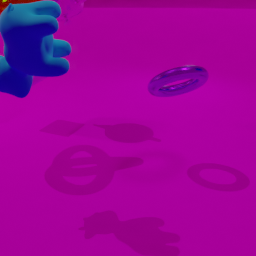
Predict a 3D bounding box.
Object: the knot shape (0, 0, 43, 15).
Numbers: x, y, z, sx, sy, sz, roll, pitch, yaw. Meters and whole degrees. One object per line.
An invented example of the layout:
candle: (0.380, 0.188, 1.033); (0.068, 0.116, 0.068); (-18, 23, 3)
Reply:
knot shape: (-2.631, -2.404, 4.948); (2.093, 0.967, 1.958); (5, 59, 13)

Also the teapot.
teapot: (-1.636, -2.929, 6.681); (1.980, 0.970, 1.231); (-8, 17, 38)

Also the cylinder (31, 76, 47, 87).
cylinder: (-2.694, -1.579, 7.488); (0.898, 0.898, 0.898); (10, 33, 20)

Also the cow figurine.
cow figurine: (-1.381, -0.953, 3.549); (1.261, 1.281, 0.703); (-4, 53, 1)

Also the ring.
ring: (0.925, -0.847, 5.221); (1.144, 0.229, 1.144); (-10, -11, -2)
